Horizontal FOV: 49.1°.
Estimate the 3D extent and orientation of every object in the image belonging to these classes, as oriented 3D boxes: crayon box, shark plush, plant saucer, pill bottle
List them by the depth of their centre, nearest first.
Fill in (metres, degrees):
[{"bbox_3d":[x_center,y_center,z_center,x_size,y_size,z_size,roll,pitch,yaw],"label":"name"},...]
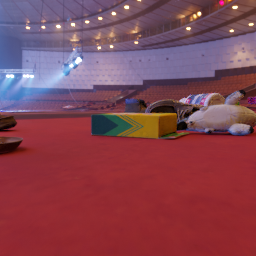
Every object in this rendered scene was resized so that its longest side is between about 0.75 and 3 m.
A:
[{"bbox_3d":[-2.359,0.290,4.697,1.139,0.196,1.139,-1,5,0],"label":"plant saucer"},{"bbox_3d":[0.349,-0.096,7.282,2.235,0.568,1.419,3,5,25],"label":"crayon box"},{"bbox_3d":[2.267,-0.016,7.692,2.603,1.182,1.084,-19,-18,6],"label":"shark plush"},{"bbox_3d":[3.385,-0.939,13.234,1.320,1.320,2.207,-2,4,-29],"label":"pill bottle"}]

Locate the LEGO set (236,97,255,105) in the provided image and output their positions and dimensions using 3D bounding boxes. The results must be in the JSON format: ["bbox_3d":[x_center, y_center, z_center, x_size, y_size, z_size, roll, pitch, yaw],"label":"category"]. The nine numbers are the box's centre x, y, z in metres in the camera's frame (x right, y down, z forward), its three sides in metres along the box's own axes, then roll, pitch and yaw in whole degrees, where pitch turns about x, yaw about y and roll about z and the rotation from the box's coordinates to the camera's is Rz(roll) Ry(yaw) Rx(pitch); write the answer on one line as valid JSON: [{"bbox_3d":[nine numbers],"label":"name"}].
[{"bbox_3d":[5.241,-0.786,13.668,2.769,1.056,1.136,-5,-3,43],"label":"LEGO set"}]

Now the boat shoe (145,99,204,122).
[{"bbox_3d":[1.851,-0.467,9.480,2.574,0.959,0.943,-3,10,-19],"label":"boat shoe"}]

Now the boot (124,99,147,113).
[{"bbox_3d":[0.650,-1.039,14.282,2.385,1.156,0.891,-5,-1,43],"label":"boot"}]

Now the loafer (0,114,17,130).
[{"bbox_3d":[-4.492,-0.315,8.615,2.204,0.782,0.805,1,5,11],"label":"loafer"}]
